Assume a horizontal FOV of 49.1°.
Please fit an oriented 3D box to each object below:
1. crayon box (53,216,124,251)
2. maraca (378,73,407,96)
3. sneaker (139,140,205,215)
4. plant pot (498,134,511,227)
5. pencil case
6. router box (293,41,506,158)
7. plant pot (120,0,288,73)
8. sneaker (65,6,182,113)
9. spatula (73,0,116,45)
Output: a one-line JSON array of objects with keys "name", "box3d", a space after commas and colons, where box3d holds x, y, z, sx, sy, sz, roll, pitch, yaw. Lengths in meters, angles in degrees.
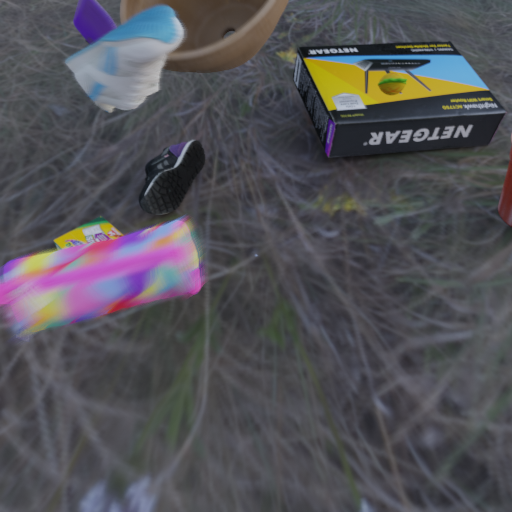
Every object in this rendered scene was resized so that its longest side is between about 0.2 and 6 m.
[{"name": "crayon box", "box3d": [-2.832, -0.123, 9.891, 0.978, 0.330, 1.134, -33, 53, -30]}, {"name": "maraca", "box3d": [2.424, -3.068, 9.949, 0.495, 0.386, 0.722, -2, 6, 5]}, {"name": "sneaker", "box3d": [-1.871, -1.527, 11.222, 0.942, 0.815, 2.151, 1, 39, 27]}, {"name": "plant pot", "box3d": [5.279, -1.348, 10.267, 1.640, 1.595, 1.640, 0, 44, 0]}, {"name": "pencil case", "box3d": [-1.687, 0.240, 6.157, 2.121, 0.938, 0.938, -15, 44, 1]}, {"name": "router box", "box3d": [3.122, -3.655, 12.746, 3.934, 1.005, 2.934, -7, 52, -12]}, {"name": "plant pot", "box3d": [-0.675, -4.175, 9.530, 2.967, 1.369, 2.967, -8, 68, 19]}, {"name": "sneaker", "box3d": [-1.542, -2.438, 7.101, 0.880, 0.929, 2.300, -45, 28, -26]}, {"name": "spatula", "box3d": [-2.495, -3.171, 8.654, 0.719, 2.543, 0.261, 46, 76, -10]}]
